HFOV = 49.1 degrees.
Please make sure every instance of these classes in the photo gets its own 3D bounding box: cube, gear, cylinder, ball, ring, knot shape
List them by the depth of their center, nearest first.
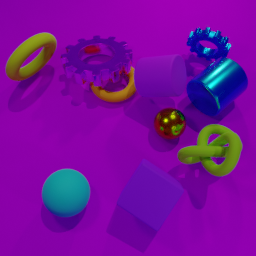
[{"bbox_3d":[0.515,1.500,6.557,1.087,1.087,1.087,33,92,4],"label":"cube"},{"bbox_3d":[-1.483,1.556,6.740,1.128,1.128,1.128,0,66,0],"label":"ball"},{"bbox_3d":[2.124,0.539,6.748,1.666,1.559,0.770,-28,106,-8],"label":"knot shape"},{"bbox_3d":[0.889,-1.397,7.628,1.094,1.094,1.094,3,63,32],"label":"cylinder"},{"bbox_3d":[1.140,-0.123,7.635,0.888,0.888,0.888,0,66,0],"label":"ball"},{"bbox_3d":[2.492,-1.155,7.896,1.214,1.214,1.214,-38,72,-15],"label":"cylinder"},{"bbox_3d":[-2.711,-1.990,7.924,0.344,1.721,1.721,46,73,-2],"label":"ring"},{"bbox_3d":[-0.918,-2.068,8.391,2.091,0.387,2.091,-1,47,1],"label":"gear"},{"bbox_3d":[2.418,-2.505,8.443,1.284,1.284,0.237,23,77,10],"label":"gear"},{"bbox_3d":[-0.411,-1.428,8.481,1.478,0.296,1.478,0,62,1],"label":"ring"}]
